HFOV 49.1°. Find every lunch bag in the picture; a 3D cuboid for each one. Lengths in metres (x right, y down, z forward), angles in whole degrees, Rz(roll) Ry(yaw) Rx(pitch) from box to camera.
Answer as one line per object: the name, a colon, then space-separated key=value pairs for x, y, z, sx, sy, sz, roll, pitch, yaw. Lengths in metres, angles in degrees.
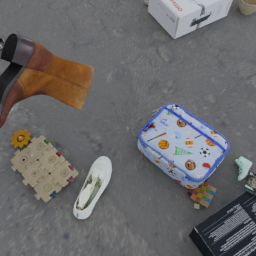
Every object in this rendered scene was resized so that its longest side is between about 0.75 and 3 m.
lunch bag: x=1.655 y=0.425 z=8.670 sx=2.578 sy=0.974 sz=2.066 roll=39 pitch=68 yaw=19

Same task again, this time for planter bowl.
planter bowl: x=5.122 y=-5.238 z=11.853 sx=0.959 sy=0.646 sz=0.959 roll=0 pitch=62 yaw=0

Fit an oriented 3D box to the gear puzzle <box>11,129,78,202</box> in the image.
gear puzzle: x=-2.835 y=1.035 z=8.741 sx=1.387 sy=0.351 sz=2.677 roll=-42 pitch=67 yaw=-17

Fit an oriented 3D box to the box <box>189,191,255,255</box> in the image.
box: x=3.340 y=2.796 z=7.307 sx=2.794 sy=1.102 sz=1.972 roll=-28 pitch=60 yaw=-14

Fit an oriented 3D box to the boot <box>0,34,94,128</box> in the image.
boot: x=-2.121 y=-0.839 z=6.933 sx=0.824 sy=2.406 sz=2.265 roll=19 pitch=92 yaw=36

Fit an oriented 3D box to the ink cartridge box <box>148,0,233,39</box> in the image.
ink cartridge box: x=2.510 y=-5.156 z=11.490 sx=2.816 sy=1.179 sz=2.032 roll=-27 pitch=65 yaw=-15

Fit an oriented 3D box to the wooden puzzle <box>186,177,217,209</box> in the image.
wooden puzzle: x=2.192 y=1.907 z=8.335 sx=0.687 sy=0.081 sz=1.158 roll=29 pitch=59 yaw=18

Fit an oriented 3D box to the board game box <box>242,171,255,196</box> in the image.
board game box: x=3.487 y=1.558 z=7.360 sx=0.817 sy=0.115 sz=0.552 roll=28 pitch=63 yaw=19

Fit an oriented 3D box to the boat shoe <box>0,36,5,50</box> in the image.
boat shoe: x=-5.026 y=-3.374 z=11.041 sx=0.385 sy=0.328 sz=1.152 roll=-34 pitch=67 yaw=-16

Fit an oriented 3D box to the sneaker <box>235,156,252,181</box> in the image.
sneaker: x=3.434 y=1.234 z=8.608 sx=0.483 sy=0.301 sz=0.818 roll=35 pitch=58 yaw=11

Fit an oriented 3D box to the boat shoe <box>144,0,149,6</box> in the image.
boat shoe: x=1.157 y=-5.796 z=12.278 sx=0.388 sy=0.412 sz=1.083 roll=37 pitch=68 yaw=18

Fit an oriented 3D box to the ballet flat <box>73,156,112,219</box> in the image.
ballet flat: x=-1.006 y=1.655 z=8.191 sx=0.702 sy=0.702 sz=2.021 roll=20 pitch=64 yaw=10
